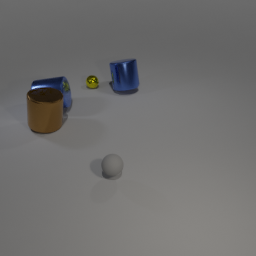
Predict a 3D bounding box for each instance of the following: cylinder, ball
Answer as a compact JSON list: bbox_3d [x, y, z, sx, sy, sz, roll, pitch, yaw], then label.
[{"bbox_3d":[-0.174,-2.755,14.407,1.400,1.400,1.400,-8,19,3],"label":"cylinder"},{"bbox_3d":[-3.422,-1.544,12.611,1.400,1.400,1.400,-7,32,5],"label":"cylinder"},{"bbox_3d":[-3.351,-0.747,11.350,1.400,1.400,1.400,8,33,-5],"label":"cylinder"},{"bbox_3d":[-1.898,-2.458,14.891,0.700,0.700,0.700,0,32,0],"label":"ball"},{"bbox_3d":[-0.489,1.159,8.808,0.700,0.700,0.700,0,32,0],"label":"ball"}]
